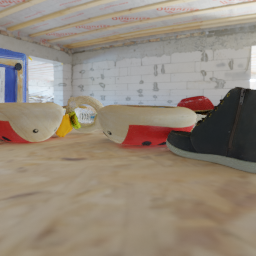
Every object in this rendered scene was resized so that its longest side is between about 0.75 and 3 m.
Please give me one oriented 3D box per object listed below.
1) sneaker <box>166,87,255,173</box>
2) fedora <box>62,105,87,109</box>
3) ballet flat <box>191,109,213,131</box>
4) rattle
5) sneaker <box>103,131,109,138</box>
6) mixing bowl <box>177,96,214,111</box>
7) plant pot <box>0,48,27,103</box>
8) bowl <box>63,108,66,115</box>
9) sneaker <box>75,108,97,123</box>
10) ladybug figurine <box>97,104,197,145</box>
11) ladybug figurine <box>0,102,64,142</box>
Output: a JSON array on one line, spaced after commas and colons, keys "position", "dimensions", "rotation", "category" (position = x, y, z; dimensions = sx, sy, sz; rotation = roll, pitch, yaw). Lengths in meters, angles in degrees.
[{"position": [1.483, -0.069, 4.596], "dimensions": [0.824, 1.170, 2.204], "rotation": [-4, 7, -33], "category": "sneaker"}, {"position": [-2.888, -0.773, 14.080], "dimensions": [1.752, 0.715, 1.752], "rotation": [-1, 6, 0], "category": "fedora"}, {"position": [2.440, -0.269, 8.673], "dimensions": [2.115, 0.748, 0.748], "rotation": [-5, 6, -9], "category": "ballet flat"}, {"position": [-0.910, -0.183, 7.758], "dimensions": [1.826, 1.189, 1.304], "rotation": [17, 10, -4], "category": "rattle"}, {"position": [-0.286, -0.016, 6.831], "dimensions": [0.494, 0.348, 0.930], "rotation": [-48, 17, -15], "category": "sneaker"}, {"position": [2.394, -0.637, 10.089], "dimensions": [1.707, 0.925, 1.707], "rotation": [-11, 10, 2], "category": "mixing bowl"}, {"position": [-4.904, -1.314, 9.105], "dimensions": [2.926, 2.926, 2.631], "rotation": [-4, 12, -44], "category": "plant pot"}, {"position": [-2.727, -0.372, 10.168], "dimensions": [1.463, 0.686, 1.463], "rotation": [1, 6, 0], "category": "bowl"}, {"position": [-1.839, -0.530, 11.859], "dimensions": [0.856, 0.740, 1.975], "rotation": [7, 7, 13], "category": "sneaker"}, {"position": [0.444, -0.076, 6.018], "dimensions": [2.224, 0.800, 1.510], "rotation": [0, 7, -13], "category": "ladybug figurine"}, {"position": [-2.626, -0.174, 6.893], "dimensions": [2.526, 0.908, 1.714], "rotation": [5, 8, 42], "category": "ladybug figurine"}]
